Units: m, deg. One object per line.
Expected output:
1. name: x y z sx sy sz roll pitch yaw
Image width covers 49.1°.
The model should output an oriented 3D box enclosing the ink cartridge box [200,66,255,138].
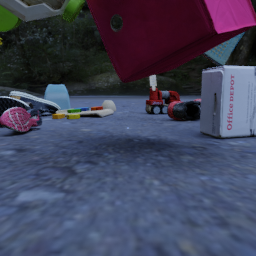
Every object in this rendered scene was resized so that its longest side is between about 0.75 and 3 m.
1. ink cartridge box: 2.889 -0.641 6.763 2.182 1.584 0.910 -3 8 -18

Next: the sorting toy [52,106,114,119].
1. sorting toy: -1.873 -0.665 11.501 1.977 0.355 2.654 2 8 14

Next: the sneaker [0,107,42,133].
1. sneaker: -2.793 -0.152 7.219 0.585 0.632 1.567 -15 -1 8

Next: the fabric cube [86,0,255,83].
1. fabric cube: 0.734 -2.076 4.795 1.882 1.852 1.888 -19 5 45

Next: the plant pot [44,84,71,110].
1. plant pot: -3.603 -1.528 14.199 1.318 1.346 1.322 -1 8 -14

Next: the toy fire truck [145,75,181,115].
1. toy fire truck: 1.527 -1.540 12.775 1.532 1.740 1.120 -3 9 -20

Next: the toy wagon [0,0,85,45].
1. toy wagon: -1.516 -2.439 3.991 2.097 2.703 0.535 33 25 -13

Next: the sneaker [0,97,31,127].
1. sneaker: -4.230 -0.515 8.349 2.582 0.909 1.207 -5 15 -18

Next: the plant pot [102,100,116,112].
1. plant pot: -0.996 -1.115 14.140 0.805 0.540 0.805 -1 7 0

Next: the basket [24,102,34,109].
1. basket: -3.868 -0.570 9.463 1.167 0.793 1.052 4 0 -1

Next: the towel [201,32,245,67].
1. towel: 2.281 -3.387 8.542 2.697 1.977 0.293 34 -1 -2

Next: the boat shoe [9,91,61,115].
1. boat shoe: -3.757 -0.833 11.416 0.926 0.772 2.481 3 -7 28

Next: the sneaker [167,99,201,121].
1. sneaker: 2.456 -0.659 10.166 2.036 0.720 0.995 -7 10 -30
